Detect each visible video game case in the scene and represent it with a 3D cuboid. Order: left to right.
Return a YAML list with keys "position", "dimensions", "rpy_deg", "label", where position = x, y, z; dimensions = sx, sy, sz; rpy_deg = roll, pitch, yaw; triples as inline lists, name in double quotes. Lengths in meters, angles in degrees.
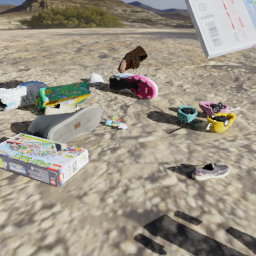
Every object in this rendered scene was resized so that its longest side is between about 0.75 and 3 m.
- position: [2.645, -2.670, 5.986]
  dimensions: [2.652, 1.899, 0.239]
  rpy_deg: [-15, -13, -2]
  label: "video game case"

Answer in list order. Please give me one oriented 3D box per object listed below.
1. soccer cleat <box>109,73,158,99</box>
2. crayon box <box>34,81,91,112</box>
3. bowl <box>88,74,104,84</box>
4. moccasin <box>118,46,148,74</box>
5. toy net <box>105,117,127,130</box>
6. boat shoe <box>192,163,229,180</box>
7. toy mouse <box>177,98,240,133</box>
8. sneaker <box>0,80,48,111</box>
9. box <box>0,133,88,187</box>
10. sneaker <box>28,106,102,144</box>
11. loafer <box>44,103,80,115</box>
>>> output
- position: [0.375, -1.976, 12.303]
  dimensions: [2.743, 0.958, 1.184]
  rpy_deg: [20, 31, 39]
  label: "soccer cleat"
- position: [-2.416, -1.156, 10.342]
  dimensions: [1.810, 0.527, 1.075]
  rpy_deg: [-15, -9, -31]
  label: "crayon box"
- position: [-1.645, -2.536, 14.276]
  dimensions: [0.804, 0.378, 0.804]
  rpy_deg: [1, 25, 0]
  label: "bowl"
- position: [0.152, -1.789, 7.592]
  dimensions: [0.499, 0.473, 1.292]
  rpy_deg: [39, 40, 3]
  label: "moccasin"
- position: [-0.329, -0.107, 9.105]
  dimensions: [0.486, 0.179, 0.926]
  rpy_deg: [-19, 32, -42]
  label: "toy net"
- position: [1.944, 0.965, 6.497]
  dimensions: [0.971, 0.315, 0.349]
  rpy_deg: [-7, 25, -16]
  label: "boat shoe"
- position: [2.517, -0.462, 9.450]
  dimensions: [2.639, 0.511, 2.345]
  rpy_deg: [-17, 30, -34]
  label: "toy mouse"
- position: [-4.201, -1.067, 10.544]
  dimensions: [2.525, 0.946, 1.094]
  rpy_deg: [-14, 32, -10]
  label: "sneaker"
- position: [-2.243, 0.724, 6.951]
  dimensions: [2.211, 0.384, 1.217]
  rpy_deg: [11, 26, 23]
  label: "box"
- position: [-1.871, -0.258, 8.576]
  dimensions: [1.180, 0.831, 2.221]
  rpy_deg: [19, 32, 32]
  label: "sneaker"
- position: [-2.329, -0.659, 9.961]
  dimensions: [1.336, 0.456, 0.506]
  rpy_deg: [-16, 29, -32]
  label: "loafer"
